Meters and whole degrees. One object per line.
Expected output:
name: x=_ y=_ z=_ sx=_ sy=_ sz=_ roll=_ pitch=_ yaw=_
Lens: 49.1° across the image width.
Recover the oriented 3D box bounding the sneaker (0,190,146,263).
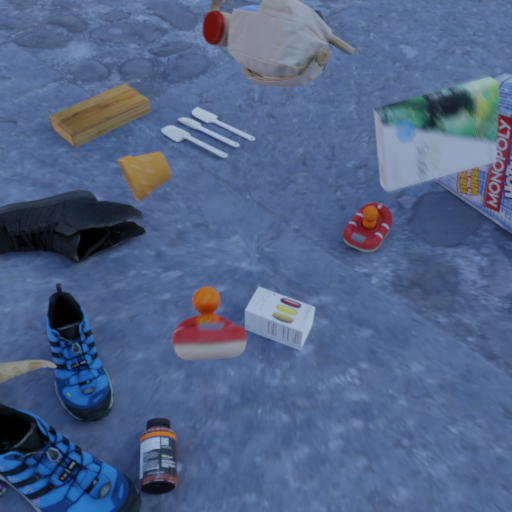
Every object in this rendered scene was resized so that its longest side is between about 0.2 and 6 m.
sneaker: x=-3.978 y=-0.476 z=11.300 sx=3.181 sy=0.955 sz=1.659 roll=-23 pitch=47 yaw=-24

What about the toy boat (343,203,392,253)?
toy boat: x=2.352 y=-0.710 z=11.626 sx=0.795 sy=0.797 sz=1.219 roll=25 pitch=52 yaw=21

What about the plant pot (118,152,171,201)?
plant pot: x=-2.108 y=-1.609 z=10.811 sx=0.787 sy=0.859 sz=0.859 roll=-26 pitch=53 yaw=-14

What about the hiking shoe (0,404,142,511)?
hiking shoe: x=-2.980 y=3.013 z=7.926 sx=2.874 sy=1.246 sz=1.069 roll=18 pitch=50 yaw=16

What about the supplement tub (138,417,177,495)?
supplement tub: x=-1.472 y=2.986 z=8.432 sx=0.557 sy=0.557 sz=1.041 roll=-5 pitch=46 yaw=-4

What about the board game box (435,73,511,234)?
board game box: x=5.336 y=-1.942 z=11.643 sx=0.990 sy=3.210 sz=3.208 roll=-27 pitch=39 yaw=-25

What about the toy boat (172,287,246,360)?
toy boat: x=-0.581 y=0.782 z=6.652 sx=0.827 sy=1.267 sz=0.828 roll=-1 pitch=84 yaw=-10

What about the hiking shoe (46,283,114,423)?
hiking shoe: x=-3.068 y=1.645 z=9.310 sx=0.897 sy=1.045 sz=2.411 roll=-21 pitch=51 yaw=-18

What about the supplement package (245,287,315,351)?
supplement package: x=0.421 y=1.124 z=10.083 sx=1.106 sy=0.606 sz=0.629 roll=18 pitch=50 yaw=15

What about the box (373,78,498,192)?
box: x=2.585 y=-1.715 z=8.017 sx=1.717 sy=1.239 sz=0.312 roll=-17 pitch=35 yaw=-2

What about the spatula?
spatula: x=-1.218 y=-3.108 z=14.281 sx=2.120 sy=0.170 sz=1.474 roll=31 pitch=49 yaw=24

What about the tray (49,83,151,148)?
tray: x=-4.052 y=-3.720 z=14.633 sx=2.322 sy=0.430 sz=1.145 roll=-36 pitch=57 yaw=-27

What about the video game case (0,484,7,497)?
video game case: x=-4.278 y=3.520 z=8.208 sx=0.883 sy=0.158 sz=0.800 roll=24 pitch=52 yaw=20

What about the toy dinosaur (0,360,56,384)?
toy dinosaur: x=-4.701 y=1.939 z=9.057 sx=2.951 sy=0.859 sz=1.492 roll=-22 pitch=67 yaw=-10

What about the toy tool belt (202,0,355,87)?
toy tool belt: x=0.445 y=-4.647 z=12.044 sx=1.909 sy=1.940 sz=3.107 roll=-8 pitch=27 yaw=-39
